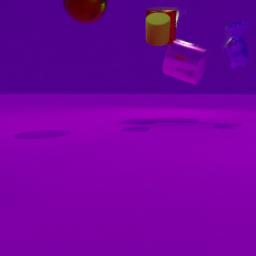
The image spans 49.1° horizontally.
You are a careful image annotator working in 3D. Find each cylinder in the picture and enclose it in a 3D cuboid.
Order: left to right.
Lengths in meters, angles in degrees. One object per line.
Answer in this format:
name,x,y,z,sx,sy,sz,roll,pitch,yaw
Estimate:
cylinder,0.895,-2.967,8.437,0.714,0.714,0.714,-2,50,2
cylinder,1.251,-3.866,10.579,1.181,1.181,1.181,-1,30,1
cylinder,2.167,-2.470,10.514,1.331,1.331,1.331,24,16,20

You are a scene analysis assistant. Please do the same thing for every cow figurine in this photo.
cow figurine,3.536,-2.706,9.023,0.764,1.392,1.369,-14,-11,6

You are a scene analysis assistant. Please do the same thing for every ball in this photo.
ball,-1.186,-3.563,7.807,1.264,1.264,1.264,0,8,0
